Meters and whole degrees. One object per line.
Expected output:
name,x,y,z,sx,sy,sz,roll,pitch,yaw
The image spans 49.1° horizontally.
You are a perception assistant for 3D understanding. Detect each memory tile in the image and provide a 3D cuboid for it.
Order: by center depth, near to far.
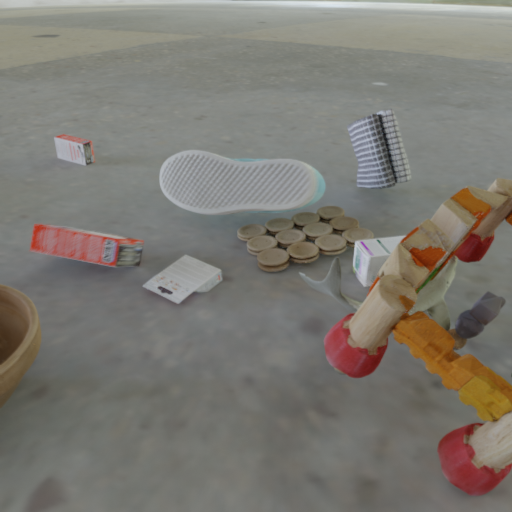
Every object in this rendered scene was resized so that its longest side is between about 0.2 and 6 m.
memory tile,0.760,-0.308,8.857,1.913,0.161,1.466,-14,30,-16

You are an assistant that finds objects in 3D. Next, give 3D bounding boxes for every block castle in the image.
block castle,2.294,0.654,5.798,2.050,1.440,3.069,43,51,17

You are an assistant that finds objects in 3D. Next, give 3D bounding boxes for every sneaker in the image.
sneaker,-0.215,-1.131,9.354,2.872,1.062,1.177,11,4,25

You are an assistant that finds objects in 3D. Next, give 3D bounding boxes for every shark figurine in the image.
shark figurine,1.614,0.526,7.032,1.997,1.193,0.833,-8,-2,-14

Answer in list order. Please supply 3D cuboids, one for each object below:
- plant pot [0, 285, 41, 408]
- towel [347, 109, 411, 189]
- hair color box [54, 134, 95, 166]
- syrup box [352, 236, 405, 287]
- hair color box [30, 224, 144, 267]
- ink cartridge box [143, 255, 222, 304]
plant pot,-3.166,1.186,5.545,2.092,0.965,2.092,-1,30,0
towel,2.139,-1.872,10.098,0.682,1.321,1.595,-19,7,-1
hair color box,-3.944,-2.305,12.157,0.889,0.493,0.284,19,35,28
syrup box,2.065,0.043,8.011,1.275,0.502,0.519,-6,31,-10
hair color box,-2.434,-0.151,8.117,1.370,0.438,0.760,11,2,14
ink cartridge box,-1.009,0.375,7.803,0.714,0.221,0.881,21,45,32
